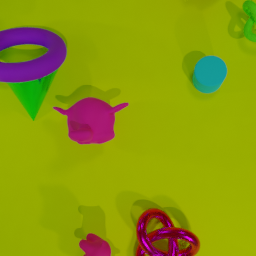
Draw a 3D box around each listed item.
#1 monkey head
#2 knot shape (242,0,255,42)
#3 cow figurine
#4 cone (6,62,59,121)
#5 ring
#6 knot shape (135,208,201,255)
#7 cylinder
[{"bbox_3d":[-0.881,-0.179,6.187,1.785,1.284,1.076,-2,86,9],"label":"monkey head"},{"bbox_3d":[3.164,-2.480,6.683,1.134,0.524,1.062,21,66,-18],"label":"knot shape"},{"bbox_3d":[-0.539,3.072,6.127,1.246,0.695,1.266,17,104,22],"label":"cow figurine"},{"bbox_3d":[-2.400,-0.817,6.954,1.386,1.386,1.391,4,114,0],"label":"cone"},{"bbox_3d":[-2.332,-1.648,6.122,1.962,0.392,1.962,1,45,-1],"label":"ring"},{"bbox_3d":[0.948,2.787,6.677,1.534,0.757,1.639,2,83,3],"label":"knot shape"},{"bbox_3d":[1.978,-1.289,6.848,0.741,0.741,0.741,-1,83,10],"label":"cylinder"}]
